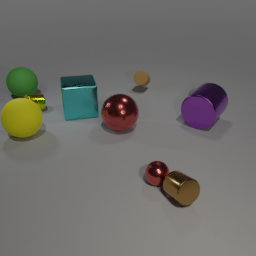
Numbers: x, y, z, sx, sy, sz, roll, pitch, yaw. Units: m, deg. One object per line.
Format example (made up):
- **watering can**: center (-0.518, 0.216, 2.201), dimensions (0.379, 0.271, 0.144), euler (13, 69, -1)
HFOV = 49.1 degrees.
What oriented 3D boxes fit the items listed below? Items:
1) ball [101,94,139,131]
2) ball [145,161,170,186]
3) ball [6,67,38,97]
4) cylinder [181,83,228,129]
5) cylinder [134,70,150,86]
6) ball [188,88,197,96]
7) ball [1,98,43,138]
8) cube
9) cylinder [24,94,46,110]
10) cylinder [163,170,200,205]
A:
- **ball**: center (-0.295, -0.574, 10.429), dimensions (1.400, 1.400, 1.400), euler (0, 30, 0)
- **ball**: center (0.827, 1.271, 7.911), dimensions (0.700, 0.700, 0.700), euler (0, 30, 0)
- **ball**: center (-4.944, -2.143, 13.098), dimensions (1.400, 1.400, 1.400), euler (0, 30, 0)
- **cylinder**: center (2.975, -0.869, 10.866), dimensions (1.400, 1.400, 1.400), euler (19, 38, 30)
- **cylinder**: center (0.690, -2.423, 13.714), dimensions (0.700, 0.700, 0.700), euler (8, 5, 14)
- **ball**: center (3.096, -1.476, 12.695), dimensions (0.700, 0.700, 0.700), euler (0, 30, 0)
- **ball**: center (-3.768, -0.361, 9.973), dimensions (1.400, 1.400, 1.400), euler (0, 30, 0)
- **cube**: center (-2.034, -1.304, 11.706), dimensions (1.400, 1.400, 1.400), euler (-7, 30, -12)
- **cylinder**: center (-3.956, -1.090, 11.871), dimensions (0.700, 0.700, 0.700), euler (-7, 28, -39)
- **cylinder**: center (1.379, 1.539, 7.265), dimensions (0.700, 0.700, 0.700), euler (-13, 15, -22)
